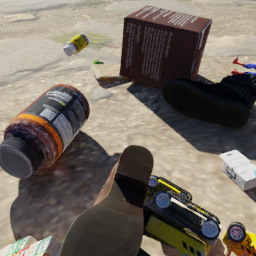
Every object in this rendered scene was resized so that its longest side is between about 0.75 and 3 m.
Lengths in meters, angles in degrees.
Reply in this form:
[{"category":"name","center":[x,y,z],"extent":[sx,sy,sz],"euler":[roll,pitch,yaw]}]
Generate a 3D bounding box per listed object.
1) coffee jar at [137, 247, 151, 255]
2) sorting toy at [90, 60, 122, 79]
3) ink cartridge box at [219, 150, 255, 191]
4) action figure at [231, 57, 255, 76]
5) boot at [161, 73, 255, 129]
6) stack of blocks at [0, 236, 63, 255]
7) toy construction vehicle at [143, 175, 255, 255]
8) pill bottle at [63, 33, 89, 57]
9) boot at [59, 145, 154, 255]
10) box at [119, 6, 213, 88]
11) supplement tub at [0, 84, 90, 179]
[{"category":"coffee jar","center":[0.581,2.724,3.518],"extent":[2.821,1.204,1.471],"euler":[26,8,32]},{"category":"sorting toy","center":[-0.868,-2.597,12.390],"extent":[1.513,0.301,2.047],"euler":[-9,35,-18]},{"category":"ink cartridge box","center":[2.790,1.030,6.990],"extent":[0.594,0.347,1.024],"euler":[-13,36,-18]},{"category":"action figure","center":[5.825,-2.442,11.633],"extent":[2.597,0.847,1.285],"euler":[28,53,35]},{"category":"boot","center":[2.888,-1.258,9.580],"extent":[3.037,1.143,2.271],"euler":[25,47,16]},{"category":"stack of blocks","center":[-1.590,2.211,4.188],"extent":[1.760,0.515,1.013],"euler":[-32,22,29]},{"category":"toy construction vehicle","center":[1.211,1.813,4.620],"extent":[2.792,0.983,2.431],"euler":[28,-2,21]},{"category":"pill bottle","center":[-1.697,-2.701,9.149],"extent":[0.460,0.460,0.817],"euler":[30,65,36]},{"category":"boot","center":[-0.357,1.786,4.301],"extent":[0.804,2.503,2.332],"euler":[26,48,8]},{"category":"box","center":[1.459,-3.196,11.166],"extent":[2.900,2.406,2.381],"euler":[19,37,15]},{"category":"supplement tub","center":[-2.206,0.032,7.444],"extent":[1.509,1.509,2.822],"euler":[10,36,15]}]
